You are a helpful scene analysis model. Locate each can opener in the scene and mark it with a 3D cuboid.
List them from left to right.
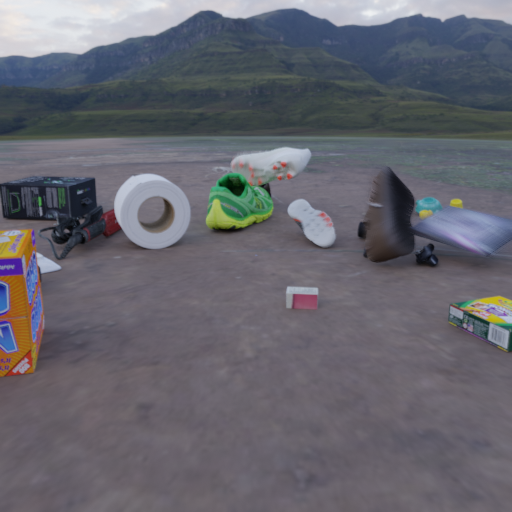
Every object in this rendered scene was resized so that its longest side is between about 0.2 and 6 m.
[{"bbox_3d":[3.446,-0.030,11.393,0.367,0.455,1.157,-36,-1,21],"label":"can opener"}]

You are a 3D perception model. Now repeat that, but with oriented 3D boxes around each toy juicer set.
[{"bbox_3d":[4.720,-1.264,15.605,1.793,0.488,1.141,16,40,36],"label":"toy juicer set"}]

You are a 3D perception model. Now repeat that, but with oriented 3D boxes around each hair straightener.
[{"bbox_3d":[-4.079,-0.562,12.913,1.275,0.678,3.313,1,20,5],"label":"hair straightener"}]

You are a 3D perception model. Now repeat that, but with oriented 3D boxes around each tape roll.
[{"bbox_3d":[-2.331,-1.007,12.511,1.546,1.546,1.061,-6,17,-20],"label":"tape roll"}]

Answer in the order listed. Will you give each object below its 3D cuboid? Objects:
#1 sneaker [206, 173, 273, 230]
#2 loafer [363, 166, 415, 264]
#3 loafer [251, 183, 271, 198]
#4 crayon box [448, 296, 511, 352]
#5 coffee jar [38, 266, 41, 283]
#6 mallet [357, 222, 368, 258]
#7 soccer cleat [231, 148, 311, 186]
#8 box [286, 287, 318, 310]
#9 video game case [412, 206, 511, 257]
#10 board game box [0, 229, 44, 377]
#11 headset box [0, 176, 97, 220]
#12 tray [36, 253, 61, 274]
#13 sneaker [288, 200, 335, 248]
[{"bbox_3d":[-0.337,-1.539,14.762,1.187,1.339,3.205,4,15,17],"label":"sneaker"},{"bbox_3d":[2.592,-0.887,11.555,0.976,1.005,2.751,-34,22,33],"label":"loafer"},{"bbox_3d":[-0.139,-2.057,17.878,0.681,0.665,1.865,8,17,26],"label":"loafer"},{"bbox_3d":[3.460,0.917,7.845,0.967,0.327,1.120,-7,17,-23],"label":"crayon box"},{"bbox_3d":[-4.337,0.348,9.480,1.272,0.543,0.663,4,17,12],"label":"coffee jar"},{"bbox_3d":[2.610,-0.324,12.410,0.630,0.393,1.912,5,21,5],"label":"mallet"},{"bbox_3d":[0.391,-2.558,15.863,2.692,0.933,1.044,6,39,46],"label":"soccer cleat"},{"bbox_3d":[0.727,0.669,8.852,0.493,0.269,0.315,2,16,6],"label":"box"},{"bbox_3d":[4.262,-0.544,11.367,1.299,0.173,1.819,-28,31,-27],"label":"video game case"},{"bbox_3d":[-3.532,0.564,6.970,1.468,1.468,1.469,-4,16,-15],"label":"board game box"},{"bbox_3d":[-5.736,-1.663,15.857,2.131,0.989,1.856,2,15,6],"label":"headset box"},{"bbox_3d":[-5.098,0.008,11.202,1.408,0.291,2.623,-12,20,-40],"label":"tray"},{"bbox_3d":[1.380,-0.670,12.948,0.662,0.703,1.717,-35,43,2],"label":"sneaker"}]
